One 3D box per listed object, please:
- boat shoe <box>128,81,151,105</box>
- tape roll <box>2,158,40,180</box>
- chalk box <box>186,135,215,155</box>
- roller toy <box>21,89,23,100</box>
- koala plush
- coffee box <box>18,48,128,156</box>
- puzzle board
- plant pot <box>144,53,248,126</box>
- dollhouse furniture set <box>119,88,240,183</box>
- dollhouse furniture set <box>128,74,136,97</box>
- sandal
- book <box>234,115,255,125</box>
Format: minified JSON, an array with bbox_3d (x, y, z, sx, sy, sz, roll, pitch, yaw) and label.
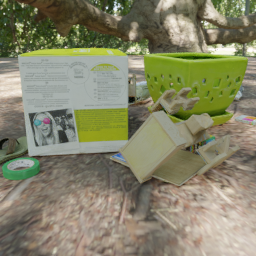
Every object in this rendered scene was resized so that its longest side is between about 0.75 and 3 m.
[{"bbox_3d":[0.283,-1.584,14.148,2.904,1.045,0.901,-17,36,-17],"label":"boat shoe"},{"bbox_3d":[-2.729,1.030,7.170,0.888,0.213,0.888,-1,18,0],"label":"tape roll"},{"bbox_3d":[2.217,0.483,8.309,0.541,0.545,0.873,-12,23,-31],"label":"chalk box"},{"bbox_3d":[-4.722,-1.676,14.151,1.377,0.962,1.256,-3,9,16],"label":"roller toy"},{"bbox_3d":[5.324,-2.339,15.512,2.198,2.020,1.949,27,27,11],"label":"koala plush"},{"bbox_3d":[-1.570,-1.034,9.079,2.934,2.901,2.929,-2,18,-7],"label":"coffee box"},{"bbox_3d":[0.884,0.892,7.649,2.256,0.196,1.700,15,25,39],"label":"puzzle board"},{"bbox_3d":[2.474,-1.511,10.985,2.893,2.639,2.908,-9,20,-27],"label":"plant pot"},{"bbox_3d":[1.177,0.306,7.105,2.323,1.512,2.134,-13,61,-46],"label":"dollhouse furniture set"},{"bbox_3d":[-0.678,-1.326,11.547,2.127,1.490,1.499,-1,1,7],"label":"dollhouse furniture set"},{"bbox_3d":[-3.493,0.581,8.021,0.729,0.524,1.837,8,20,23],"label":"sandal"},{"bbox_3d":[4.856,-0.329,11.321,0.577,0.207,0.863,-16,23,-35],"label":"book"}]
